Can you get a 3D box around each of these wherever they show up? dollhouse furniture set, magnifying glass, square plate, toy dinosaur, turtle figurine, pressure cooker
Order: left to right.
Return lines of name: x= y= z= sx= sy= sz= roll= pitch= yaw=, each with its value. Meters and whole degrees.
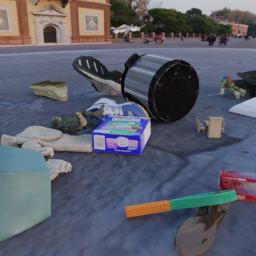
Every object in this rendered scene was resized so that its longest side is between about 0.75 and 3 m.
toy dinosaur: x=-1.314 y=-0.197 z=7.793 sx=1.252 sy=0.674 sz=2.841 roll=-13 pitch=1 yaw=-29
pressure cooker: x=0.957 y=-1.437 z=9.655 sx=2.150 sy=2.116 sz=2.406 roll=-9 pitch=25 yaw=-32
magnifying glass: x=0.879 y=1.248 z=4.669 sx=1.858 sy=0.208 sz=0.739 roll=-10 pitch=-12 yaw=-4
dollhouse furniture set: x=2.484 y=-0.138 z=8.301 sx=0.752 sy=0.570 sz=0.859 roll=0 pitch=20 yaw=1
turtle figurine: x=4.553 y=-1.649 z=12.669 sx=0.919 sy=1.278 sz=1.239 roll=12 pitch=25 yaw=-51
square plate: x=5.352 y=-0.731 z=10.316 sx=2.375 sy=0.341 sz=2.397 roll=18 pitch=27 yaw=42

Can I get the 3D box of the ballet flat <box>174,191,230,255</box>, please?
ballet flat: x=1.131 y=1.464 z=4.292 sx=0.496 sy=0.341 sz=1.472 roll=45 pitch=43 yaw=14

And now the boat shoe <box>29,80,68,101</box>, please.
boat shoe: x=-3.576 y=-1.661 z=12.567 sx=2.504 sy=0.788 sz=0.913 roll=8 pitch=27 yaw=39

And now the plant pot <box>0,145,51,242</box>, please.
plant pot: x=-2.175 y=0.963 z=4.313 sx=1.812 sy=1.280 sz=1.280 roll=-5 pitch=20 yaw=-26

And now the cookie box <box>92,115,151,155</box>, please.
cookie box: x=-0.124 y=0.143 z=7.521 sx=1.269 sy=0.558 sz=1.484 roll=4 pitch=19 yaw=13

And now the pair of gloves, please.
pair of gloves: x=-2.207 y=0.525 z=6.591 sx=2.390 sy=0.493 sz=2.811 roll=4 pitch=19 yaw=11

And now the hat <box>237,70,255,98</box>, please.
hat: x=5.943 y=-1.808 z=12.436 sx=2.350 sy=0.948 sz=2.350 roll=3 pitch=28 yaw=-1

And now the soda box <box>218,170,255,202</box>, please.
soda box: x=2.330 y=1.088 z=5.145 sx=1.251 sy=0.397 sz=0.438 roll=3 pitch=19 yaw=10

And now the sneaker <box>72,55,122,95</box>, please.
sneaker: x=-1.211 y=-2.039 z=11.806 sx=1.167 sy=1.088 sz=2.945 roll=-32 pitch=-32 yaw=28

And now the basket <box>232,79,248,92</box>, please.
basket: x=5.513 y=-2.095 z=13.697 sx=0.909 sy=0.618 sz=0.819 roll=5 pitch=-9 yaw=28

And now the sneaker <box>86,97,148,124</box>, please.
sneaker: x=-0.389 y=-0.324 z=8.781 sx=2.234 sy=0.841 sz=0.985 roll=13 pitch=38 yaw=42
